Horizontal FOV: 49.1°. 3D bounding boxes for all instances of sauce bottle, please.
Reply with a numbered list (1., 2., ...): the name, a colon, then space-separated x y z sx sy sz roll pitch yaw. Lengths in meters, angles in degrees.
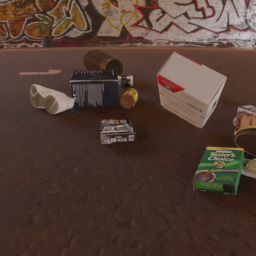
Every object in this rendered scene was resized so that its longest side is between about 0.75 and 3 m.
1. sauce bottle: 0.112 -1.630 14.347 0.773 0.773 2.342 2 21 6

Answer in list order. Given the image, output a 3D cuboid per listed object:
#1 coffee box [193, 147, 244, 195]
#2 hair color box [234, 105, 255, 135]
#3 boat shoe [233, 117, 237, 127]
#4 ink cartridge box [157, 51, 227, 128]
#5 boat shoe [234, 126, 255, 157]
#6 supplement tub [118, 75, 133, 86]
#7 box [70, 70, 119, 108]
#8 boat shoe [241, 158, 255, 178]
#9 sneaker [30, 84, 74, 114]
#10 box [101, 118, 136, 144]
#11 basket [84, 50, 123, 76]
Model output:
1. coffee box: 2.407 1.051 7.345 1.047 0.374 1.703 1 25 30
2. hair color box: 4.679 0.061 9.312 0.688 1.137 2.273 -9 22 -23
3. boat shoe: 5.069 -0.274 10.905 1.812 0.676 0.564 3 26 22
4. ink cartridge box: 2.176 -1.250 10.000 1.949 1.107 2.674 32 -8 16
5. boat shoe: 4.369 0.636 7.959 2.837 1.038 0.919 16 21 35
6. supplement tub: -0.285 -3.083 18.228 1.137 0.697 0.697 -2 21 -6
7. box: -1.671 -2.063 14.376 2.307 1.454 2.346 -3 24 -4
8. boat shoe: 3.530 1.074 7.564 0.569 0.490 1.580 -16 26 -36
9. sneaker: -3.756 -1.384 13.550 2.965 1.043 1.188 27 25 38
10. box: -0.397 0.091 10.288 1.221 0.385 1.548 -2 21 -4
11. basket: -1.661 -4.643 20.878 2.437 1.838 2.703 10 16 -37
